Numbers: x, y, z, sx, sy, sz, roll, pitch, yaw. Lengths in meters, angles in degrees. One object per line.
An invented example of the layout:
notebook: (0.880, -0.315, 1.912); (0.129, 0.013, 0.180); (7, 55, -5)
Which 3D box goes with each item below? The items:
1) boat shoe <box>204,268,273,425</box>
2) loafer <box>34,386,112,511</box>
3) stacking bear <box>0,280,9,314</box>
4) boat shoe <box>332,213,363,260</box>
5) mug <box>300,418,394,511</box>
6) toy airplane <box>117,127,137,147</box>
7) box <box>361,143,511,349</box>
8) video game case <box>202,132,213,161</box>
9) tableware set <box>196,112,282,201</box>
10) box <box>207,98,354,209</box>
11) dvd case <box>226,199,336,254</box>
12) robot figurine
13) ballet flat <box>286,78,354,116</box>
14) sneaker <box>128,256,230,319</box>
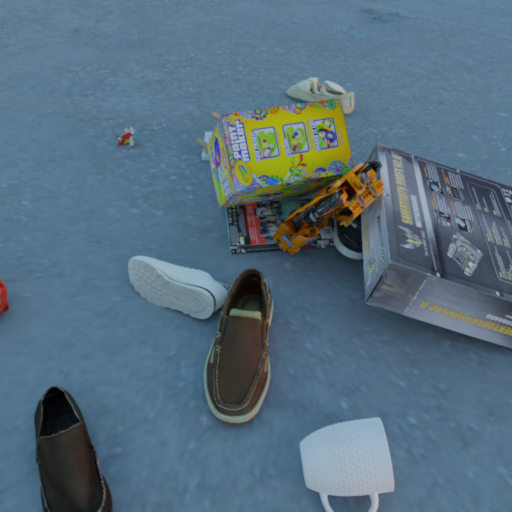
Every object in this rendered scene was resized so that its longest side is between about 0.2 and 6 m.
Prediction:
boat shoe: (-0.271, 1.287, 9.036); (1.047, 1.049, 2.836); (2, 39, 3)
loafer: (-2.585, 2.685, 7.467); (0.850, 0.830, 2.328); (-19, 43, -22)
stacking bear: (-5.469, 0.727, 9.761); (2.106, 1.279, 1.198); (2, 35, -11)
boat shoe: (2.032, -1.009, 11.938); (0.992, 0.792, 2.624); (12, 37, -19)
mug: (1.183, 2.833, 7.339); (1.106, 0.931, 1.261); (-9, 69, 4)
toy airplane: (-3.449, -3.214, 15.196); (0.553, 0.392, 0.556); (9, 71, 30)
box: (3.619, -0.312, 10.430); (3.218, 0.982, 4.063); (16, 39, -5)
video game case: (-0.654, -2.971, 15.062); (1.528, 0.176, 1.393); (0, 39, 0)
tableware set: (0.374, -2.753, 14.131); (2.335, 0.708, 3.532); (-26, 50, -29)
box: (0.383, -2.001, 11.500); (2.370, 1.501, 2.461); (-11, 0, -12)
dvd case: (0.502, -0.673, 12.150); (2.254, 0.248, 1.645); (-5, 39, -4)
robot figurine: (1.382, -0.893, 10.464); (1.860, 2.565, 0.747); (-41, 95, -28)
ballet flat: (1.954, -5.020, 17.112); (2.467, 0.857, 0.857); (29, 47, 32)
sneaker: (-1.459, 0.501, 10.397); (2.044, 0.781, 0.823); (24, 34, 20)
